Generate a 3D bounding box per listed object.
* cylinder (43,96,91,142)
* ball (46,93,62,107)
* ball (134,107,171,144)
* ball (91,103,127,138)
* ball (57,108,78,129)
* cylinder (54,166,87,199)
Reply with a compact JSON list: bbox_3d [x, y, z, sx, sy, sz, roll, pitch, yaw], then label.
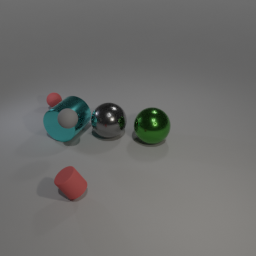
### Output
[{"bbox_3d":[-2.392,-0.380,11.147,1.400,1.400,1.400,11,32,18],"label":"cylinder"},{"bbox_3d":[-3.463,-1.312,13.140,0.700,0.700,0.700,0,31,0],"label":"ball"},{"bbox_3d":[0.918,-0.088,10.680,1.400,1.400,1.400,0,31,0],"label":"ball"},{"bbox_3d":[-0.749,-0.300,11.021,1.400,1.400,1.400,0,31,0],"label":"ball"},{"bbox_3d":[-2.092,-0.329,9.731,0.700,0.700,0.700,0,31,0],"label":"ball"},{"bbox_3d":[-1.655,1.586,8.127,0.700,0.700,0.700,-24,32,16],"label":"cylinder"}]
